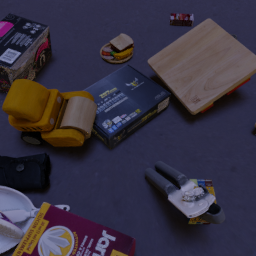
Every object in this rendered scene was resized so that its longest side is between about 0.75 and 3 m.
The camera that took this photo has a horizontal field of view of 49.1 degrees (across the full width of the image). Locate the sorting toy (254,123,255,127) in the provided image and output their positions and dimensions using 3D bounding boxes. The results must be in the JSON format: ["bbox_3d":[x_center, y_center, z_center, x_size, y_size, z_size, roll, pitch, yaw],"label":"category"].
[{"bbox_3d":[5.253,-0.057,9.501,1.507,0.524,1.498,33,59,23],"label":"sorting toy"}]

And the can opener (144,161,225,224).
[{"bbox_3d":[1.265,1.630,7.249,0.763,0.964,2.900,-31,20,-11],"label":"can opener"}]

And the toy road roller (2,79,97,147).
[{"bbox_3d":[-2.480,-0.528,8.544,2.662,1.943,1.636,-1,62,22],"label":"toy road roller"}]

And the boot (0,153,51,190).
[{"bbox_3d":[-3.261,1.619,7.941,1.852,0.842,2.204,-1,45,4],"label":"boot"}]

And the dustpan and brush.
[{"bbox_3d":[-2.829,2.298,7.371,2.509,0.718,1.751,1,73,-34],"label":"dustpan and brush"}]

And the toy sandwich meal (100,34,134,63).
[{"bbox_3d":[-0.450,-3.470,12.217,1.619,0.554,1.619,0,51,0],"label":"toy sandwich meal"}]

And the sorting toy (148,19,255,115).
[{"bbox_3d":[2.769,-2.180,10.467,2.937,1.022,2.920,-35,60,0],"label":"sorting toy"}]

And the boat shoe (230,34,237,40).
[{"bbox_3d":[4.117,-4.044,12.642,1.857,0.610,0.663,-10,52,-8],"label":"boat shoe"}]

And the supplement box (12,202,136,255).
[{"bbox_3d":[-1.220,3.048,6.543,2.437,1.258,1.595,16,53,13],"label":"supplement box"}]

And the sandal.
[{"bbox_3d":[-3.190,2.098,6.637,1.721,0.700,0.423,28,47,-7],"label":"sandal"}]

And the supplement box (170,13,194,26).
[{"bbox_3d":[2.651,-5.368,13.878,1.126,0.343,0.613,3,51,4],"label":"supplement box"}]

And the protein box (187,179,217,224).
[{"bbox_3d":[1.947,2.006,7.602,0.618,0.909,0.915,0,51,0],"label":"protein box"}]

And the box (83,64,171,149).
[{"bbox_3d":[-0.293,-0.893,10.024,2.922,0.745,2.304,-35,58,-25],"label":"box"}]

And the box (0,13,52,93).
[{"bbox_3d":[-4.446,-2.872,11.001,1.835,1.594,2.778,20,55,4],"label":"box"}]
